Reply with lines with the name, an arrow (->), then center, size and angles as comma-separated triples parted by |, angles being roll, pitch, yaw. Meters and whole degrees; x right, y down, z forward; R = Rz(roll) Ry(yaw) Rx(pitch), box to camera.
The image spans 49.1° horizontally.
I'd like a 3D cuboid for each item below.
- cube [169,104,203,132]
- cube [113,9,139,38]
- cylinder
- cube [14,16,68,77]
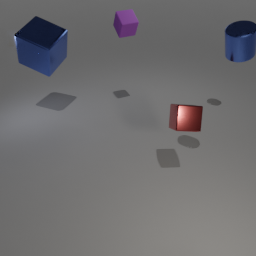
cube -> 1.576, -0.289, 7.721 | 0.700, 0.700, 0.700 | 2, 7, -9
cube -> -0.087, -4.010, 10.765 | 0.700, 0.700, 0.700 | -16, 69, -19
cylinder -> 2.644, -2.030, 6.580 | 0.700, 0.700, 0.700 | -10, 46, 11
cube -> -3.292, -3.137, 10.808 | 1.400, 1.400, 1.400 | 25, 55, 3
